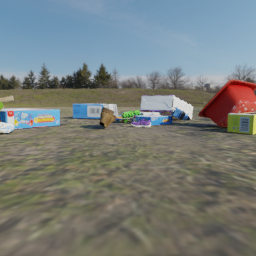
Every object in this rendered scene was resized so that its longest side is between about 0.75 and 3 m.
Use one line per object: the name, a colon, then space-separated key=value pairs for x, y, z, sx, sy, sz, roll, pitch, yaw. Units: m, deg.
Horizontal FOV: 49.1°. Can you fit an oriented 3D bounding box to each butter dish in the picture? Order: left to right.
butter dish: x=4.353 y=-0.698 z=11.348 sx=2.134 sy=1.582 sz=2.140 roll=2 pitch=-40 yaw=-36

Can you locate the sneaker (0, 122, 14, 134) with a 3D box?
sneaker: x=-4.233 y=-0.056 z=9.041 sx=0.551 sy=0.555 sz=1.533 roll=0 pitch=4 yaw=16

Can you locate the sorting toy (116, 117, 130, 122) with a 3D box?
sorting toy: x=-0.361 y=-0.409 z=14.427 sx=0.952 sy=0.230 sz=1.690 roll=4 pitch=6 yaw=-2

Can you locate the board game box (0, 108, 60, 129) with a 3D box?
board game box: x=-4.756 y=-0.442 z=12.029 sx=2.601 sy=0.727 sz=2.546 roll=4 pitch=6 yaw=37

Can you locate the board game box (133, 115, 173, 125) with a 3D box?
board game box: x=1.172 y=-0.388 z=13.316 sx=1.359 sy=0.380 sz=1.330 roll=-4 pitch=6 yaw=-35

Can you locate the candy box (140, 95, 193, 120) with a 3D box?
candy box: x=2.206 y=-1.128 z=15.764 sx=2.040 sy=0.870 sz=2.431 roll=4 pitch=-7 yaw=38

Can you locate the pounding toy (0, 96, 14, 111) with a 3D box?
pounding toy: x=-5.656 y=-0.977 z=9.914 sx=2.215 sy=1.331 sz=2.869 roll=-17 pitch=20 yaw=2

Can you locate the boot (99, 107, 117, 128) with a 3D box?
boot: x=-0.895 y=-0.354 z=11.299 sx=0.687 sy=0.704 sz=1.865 roll=22 pitch=-4 yaw=2

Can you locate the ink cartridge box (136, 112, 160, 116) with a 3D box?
ink cartridge box: x=0.991 y=-0.579 z=14.711 sx=1.172 sy=0.485 sz=0.854 roll=-4 pitch=7 yaw=-36

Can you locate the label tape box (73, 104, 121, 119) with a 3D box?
label tape box: x=-1.877 y=-1.103 z=17.816 sx=2.078 sy=0.959 sz=2.901 roll=2 pitch=7 yaw=20

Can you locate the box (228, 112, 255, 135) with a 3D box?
box: x=4.794 y=-0.225 z=10.054 sx=2.727 sy=0.683 sz=1.026 roll=-3 pitch=7 yaw=-38

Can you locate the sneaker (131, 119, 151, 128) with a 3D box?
sneaker: x=0.551 y=-0.214 z=11.641 sx=0.857 sy=0.357 sz=0.345 roll=1 pitch=5 yaw=21

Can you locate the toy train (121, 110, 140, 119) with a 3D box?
toy train: x=0.126 y=-0.684 z=13.616 sx=1.105 sy=0.312 sz=0.231 roll=-10 pitch=-25 yaw=-33

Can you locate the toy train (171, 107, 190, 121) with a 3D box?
toy train: x=2.469 y=-0.609 z=13.079 sx=1.111 sy=0.482 sz=0.635 roll=21 pitch=11 yaw=-45
